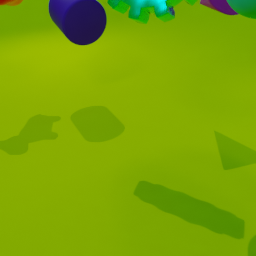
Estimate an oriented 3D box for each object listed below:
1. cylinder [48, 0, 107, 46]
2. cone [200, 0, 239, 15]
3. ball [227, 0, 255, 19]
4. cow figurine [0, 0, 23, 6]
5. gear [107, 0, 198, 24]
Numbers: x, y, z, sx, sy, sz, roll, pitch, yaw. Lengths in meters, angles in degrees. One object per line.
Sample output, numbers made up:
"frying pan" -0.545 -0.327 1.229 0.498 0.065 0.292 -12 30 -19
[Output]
"cylinder" -1.224 -2.724 6.752 1.094 1.094 1.094 -18 47 -23
"cone" 1.809 -2.793 5.857 1.160 1.160 1.164 -11 8 -14
"ball" 1.701 -1.886 3.452 1.017 1.017 1.017 0 36 0
"cow figurine" -2.931 -3.010 6.302 0.837 1.501 1.525 41 7 -8
"gear" 0.386 -2.612 4.302 1.863 1.863 0.344 19 15 25
